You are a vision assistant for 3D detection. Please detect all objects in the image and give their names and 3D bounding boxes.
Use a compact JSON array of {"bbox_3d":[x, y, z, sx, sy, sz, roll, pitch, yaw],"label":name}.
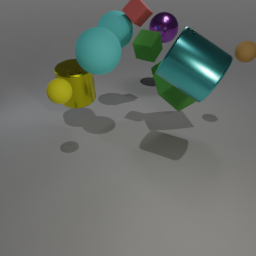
[{"bbox_3d":[-1.982,-1.698,10.666,1.400,1.400,1.400,-1,40,1],"label":"cylinder"},{"bbox_3d":[0.654,-2.709,9.230,0.700,0.700,0.700,20,64,25],"label":"cube"},{"bbox_3d":[1.666,-1.601,7.166,1.400,1.400,1.400,35,35,1],"label":"cylinder"},{"bbox_3d":[1.884,-1.726,10.080,1.400,1.400,1.400,-31,49,26],"label":"cube"},{"bbox_3d":[3.900,-2.519,9.249,0.700,0.700,0.700,0,29,0],"label":"ball"},{"bbox_3d":[-0.907,-2.330,8.524,1.400,1.400,1.400,0,29,0],"label":"ball"},{"bbox_3d":[1.693,-4.756,13.302,1.400,1.400,1.400,0,29,0],"label":"ball"},{"bbox_3d":[-1.898,-1.016,7.742,0.700,0.700,0.700,0,29,0],"label":"ball"},{"bbox_3d":[-0.490,-3.754,10.765,1.400,1.400,1.400,0,29,0],"label":"ball"},{"bbox_3d":[0.358,-4.243,10.198,0.700,0.700,0.700,52,23,8],"label":"cube"}]
